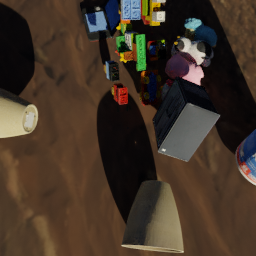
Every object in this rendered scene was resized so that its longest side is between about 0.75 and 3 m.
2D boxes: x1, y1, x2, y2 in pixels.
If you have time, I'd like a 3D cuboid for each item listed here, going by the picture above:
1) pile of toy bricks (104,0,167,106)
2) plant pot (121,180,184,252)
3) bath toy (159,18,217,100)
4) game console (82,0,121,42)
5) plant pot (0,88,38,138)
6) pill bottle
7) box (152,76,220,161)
[{"bbox_3d":[0.056,-2.050,7.271,1.581,2.850,1.407,-11,27,-19],"label":"pile of toy bricks"},{"bbox_3d":[0.567,1.868,6.011,1.273,1.273,1.359,6,65,2],"label":"plant pot"},{"bbox_3d":[1.545,-1.742,7.704,1.175,0.999,2.702,6,62,38],"label":"bath toy"},{"bbox_3d":[-0.793,-3.472,8.549,1.156,0.796,1.341,-12,67,-7],"label":"game console"},{"bbox_3d":[-3.004,-0.326,6.711,1.492,1.397,1.397,9,67,10],"label":"plant pot"},{"bbox_3d":[3.436,0.294,5.975,1.329,2.368,1.329,4,58,-7],"label":"pill bottle"},{"bbox_3d":[1.262,-0.220,6.499,0.844,1.370,1.359,19,32,-13],"label":"box"}]
